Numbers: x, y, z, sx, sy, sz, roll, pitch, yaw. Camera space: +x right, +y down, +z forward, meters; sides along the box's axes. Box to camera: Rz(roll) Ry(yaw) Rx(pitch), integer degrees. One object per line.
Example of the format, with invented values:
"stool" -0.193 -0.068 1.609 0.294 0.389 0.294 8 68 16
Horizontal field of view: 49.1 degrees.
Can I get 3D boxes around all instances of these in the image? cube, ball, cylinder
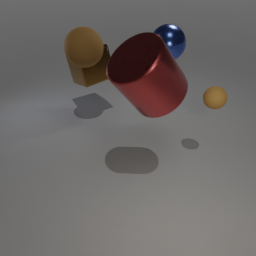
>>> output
"cube" -1.602 -2.674 11.799 1.400 1.400 1.400 -25 27 -24
"ball" 1.547 -3.300 10.876 1.400 1.400 1.400 0 30 0
"cylinder" 0.459 -1.162 6.360 1.400 1.400 1.400 -19 51 25
"ball" -1.570 -2.872 9.986 1.400 1.400 1.400 0 30 0
"ball" 2.620 -0.912 8.425 0.700 0.700 0.700 0 30 0
